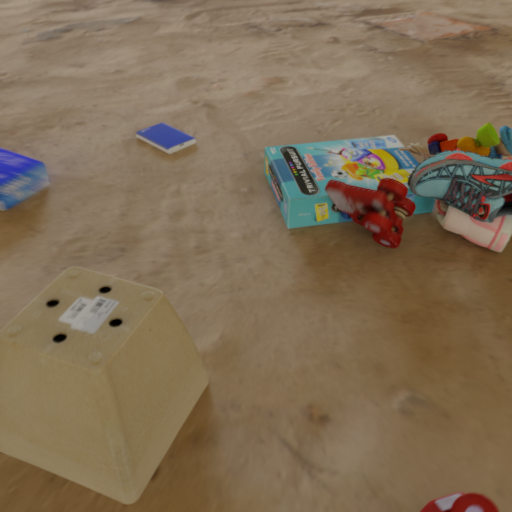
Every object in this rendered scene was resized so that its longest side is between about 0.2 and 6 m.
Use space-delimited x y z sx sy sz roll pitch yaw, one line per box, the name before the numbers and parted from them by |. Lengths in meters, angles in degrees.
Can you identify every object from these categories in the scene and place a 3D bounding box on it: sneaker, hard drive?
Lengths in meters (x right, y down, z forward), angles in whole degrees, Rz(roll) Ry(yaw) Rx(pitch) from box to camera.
sneaker | 3.521 -1.038 8.823 2.188 0.868 1.045 3 51 8
sneaker | 4.019 -1.143 10.033 1.322 0.952 2.530 21 45 17
hard drive | -2.069 -2.697 12.781 1.195 0.152 0.788 31 47 34

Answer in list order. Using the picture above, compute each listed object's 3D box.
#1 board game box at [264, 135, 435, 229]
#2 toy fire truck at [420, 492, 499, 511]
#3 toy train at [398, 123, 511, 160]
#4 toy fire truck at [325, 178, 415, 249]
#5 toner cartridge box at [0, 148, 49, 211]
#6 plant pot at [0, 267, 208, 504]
board game box | 1.713 -1.495 10.773 2.769 0.650 2.090 -7 38 -9
toy fire truck | 1.797 2.844 5.047 1.097 0.733 1.307 -20 37 4
toy train | 3.770 -1.975 10.170 2.238 1.295 0.947 4 69 -42
toy fire truck | 1.875 -0.765 9.287 1.207 1.437 0.806 20 79 33
toner cartridge box | -5.449 -1.682 11.114 2.461 0.531 1.169 20 43 25
plant pot | -1.804 1.230 6.315 1.881 1.666 1.879 13 39 18
